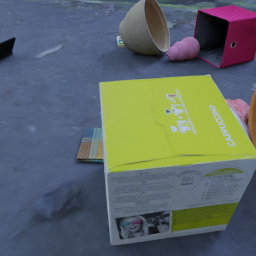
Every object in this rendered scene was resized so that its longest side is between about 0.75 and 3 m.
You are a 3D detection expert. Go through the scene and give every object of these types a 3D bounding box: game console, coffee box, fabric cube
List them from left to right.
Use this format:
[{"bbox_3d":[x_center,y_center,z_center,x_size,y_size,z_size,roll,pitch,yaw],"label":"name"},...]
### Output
[{"bbox_3d":[-4.905,-2.853,10.226,1.165,0.771,1.325,17,40,21],"label":"game console"},{"bbox_3d":[0.582,0.472,4.665,1.969,1.948,1.966,-4,43,-5],"label":"coffee box"},{"bbox_3d":[3.576,-3.340,10.153,1.689,1.662,1.694,-15,39,-22],"label":"fabric cube"}]

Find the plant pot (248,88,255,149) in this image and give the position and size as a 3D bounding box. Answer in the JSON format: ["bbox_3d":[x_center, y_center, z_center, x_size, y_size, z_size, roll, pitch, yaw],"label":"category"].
[{"bbox_3d":[3.999,-0.215,5.516,1.809,2.584,2.584,9,34,-16],"label":"plant pot"}]

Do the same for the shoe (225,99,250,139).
[{"bbox_3d":[2.729,-0.201,6.848,0.743,0.583,1.632,-2,40,-11],"label":"shoe"}]

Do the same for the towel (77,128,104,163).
[{"bbox_3d":[-0.289,0.390,6.426,1.578,0.171,1.157,1,37,3],"label":"towel"}]

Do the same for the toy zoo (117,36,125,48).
[{"bbox_3d":[-0.070,-3.697,11.887,0.778,0.121,1.185,-2,37,-3],"label":"toy zoo"}]

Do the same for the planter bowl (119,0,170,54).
[{"bbox_3d":[0.538,-3.663,10.577,1.363,2.025,2.025,-12,28,32],"label":"planter bowl"}]

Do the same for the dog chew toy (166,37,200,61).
[{"bbox_3d":[1.978,-2.836,10.261,1.270,0.791,0.791,-22,42,-15],"label":"dog chew toy"}]
